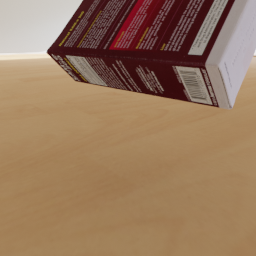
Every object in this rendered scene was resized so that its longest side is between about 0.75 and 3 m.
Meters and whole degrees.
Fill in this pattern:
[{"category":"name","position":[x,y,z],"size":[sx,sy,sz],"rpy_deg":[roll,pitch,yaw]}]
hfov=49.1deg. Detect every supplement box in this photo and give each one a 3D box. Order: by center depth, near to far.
[{"category":"supplement box","position":[0.294,-1.303,3.974],"size":[2.777,1.511,0.846],"rpy_deg":[16,-20,36]}]
